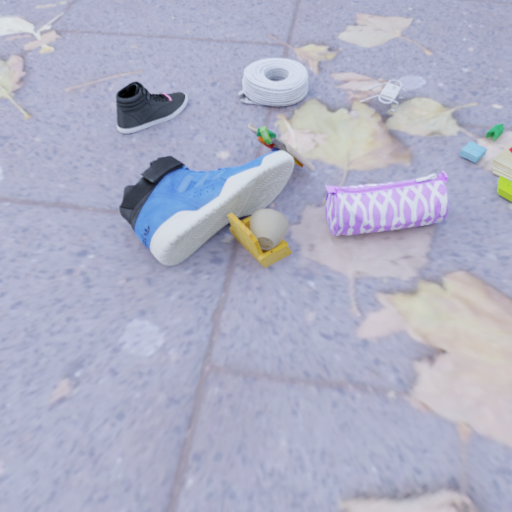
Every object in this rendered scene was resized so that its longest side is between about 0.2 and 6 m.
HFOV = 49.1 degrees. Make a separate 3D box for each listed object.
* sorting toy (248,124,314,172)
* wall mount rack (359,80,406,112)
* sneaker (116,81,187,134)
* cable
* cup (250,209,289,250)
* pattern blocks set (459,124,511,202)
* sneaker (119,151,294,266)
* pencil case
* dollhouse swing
[{"bbox_3d":[0.349,-2.263,11.340,1.273,1.722,0.253,37,96,36],"label":"sorting toy"},{"bbox_3d":[3.066,-3.881,13.528,0.925,0.397,1.065,24,52,15],"label":"wall mount rack"},{"bbox_3d":[-2.390,-3.596,12.867,1.929,0.957,0.682,-33,54,-27],"label":"sneaker"},{"bbox_3d":[0.471,-4.287,13.732,1.632,0.565,1.633,12,50,10],"label":"cable"},{"bbox_3d":[0.194,-0.412,10.103,0.724,0.724,0.518,9,52,8],"label":"cup"},{"bbox_3d":[5.984,-1.826,11.769,2.635,0.243,2.998,-28,54,-22],"label":"pattern blocks set"},{"bbox_3d":[-0.995,-1.407,10.688,3.391,1.302,1.886,-37,67,-21],"label":"sneaker"},{"bbox_3d":[2.456,-0.980,10.521,2.355,1.007,0.989,-10,47,-8],"label":"pencil case"},{"bbox_3d":[0.058,-0.451,10.147,0.898,0.868,0.988,-28,53,-22],"label":"dollhouse swing"}]
